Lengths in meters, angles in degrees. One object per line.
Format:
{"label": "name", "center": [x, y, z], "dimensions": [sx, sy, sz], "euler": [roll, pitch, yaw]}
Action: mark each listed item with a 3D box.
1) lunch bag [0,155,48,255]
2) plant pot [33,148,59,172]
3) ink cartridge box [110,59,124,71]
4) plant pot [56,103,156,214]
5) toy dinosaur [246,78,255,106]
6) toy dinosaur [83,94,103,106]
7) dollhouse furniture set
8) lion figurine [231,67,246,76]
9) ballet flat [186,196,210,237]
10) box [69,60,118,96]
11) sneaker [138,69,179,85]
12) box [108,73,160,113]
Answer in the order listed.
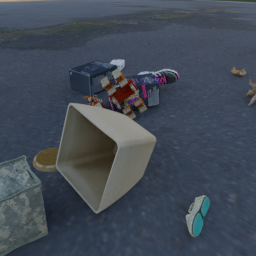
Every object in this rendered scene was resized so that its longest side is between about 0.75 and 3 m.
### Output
{"label": "lunch bag", "center": [-2.700, 1.684, 5.388], "dimensions": [1.971, 1.616, 1.159], "euler": [-20, 41, -31]}
{"label": "plant pot", "center": [-2.237, 0.879, 8.196], "dimensions": [1.085, 0.149, 1.085], "euler": [-1, 31, 0]}
{"label": "ink cartridge box", "center": [-0.608, -3.405, 15.167], "dimensions": [0.642, 0.372, 0.890], "euler": [8, 32, 13]}
{"label": "plant pot", "center": [-0.453, 0.577, 7.039], "dimensions": [1.705, 1.923, 1.926], "euler": [-9, 36, -45]}
{"label": "toy dinosaur", "center": [6.014, -1.596, 11.544], "dimensions": [1.736, 1.099, 2.561], "euler": [31, 48, 31]}
{"label": "toy dinosaur", "center": [-1.344, -1.028, 10.871], "dimensions": [0.516, 0.685, 1.010], "euler": [-17, 35, -25]}
{"label": "dollhouse furniture set", "center": [-0.450, -1.059, 10.089], "dimensions": [1.718, 1.737, 0.895], "euler": [-35, 35, 8]}
{"label": "lion figurine", "center": [5.636, -2.875, 14.383], "dimensions": [0.626, 0.370, 1.022], "euler": [-29, 27, -28]}
{"label": "ballet flat", "center": [1.505, 1.967, 6.247], "dimensions": [0.380, 0.412, 1.220], "euler": [-14, 15, 36]}
{"label": "box", "center": [-1.535, -2.315, 12.749], "dimensions": [1.337, 0.964, 1.802], "euler": [24, 38, 34]}
{"label": "sneaker", "center": [1.258, -2.066, 12.326], "dimensions": [1.938, 0.715, 0.848], "euler": [1, 46, 20]}
{"label": "box", "center": [0.202, -1.400, 11.061], "dimensions": [1.906, 1.011, 1.165], "euler": [-10, 32, -7]}
